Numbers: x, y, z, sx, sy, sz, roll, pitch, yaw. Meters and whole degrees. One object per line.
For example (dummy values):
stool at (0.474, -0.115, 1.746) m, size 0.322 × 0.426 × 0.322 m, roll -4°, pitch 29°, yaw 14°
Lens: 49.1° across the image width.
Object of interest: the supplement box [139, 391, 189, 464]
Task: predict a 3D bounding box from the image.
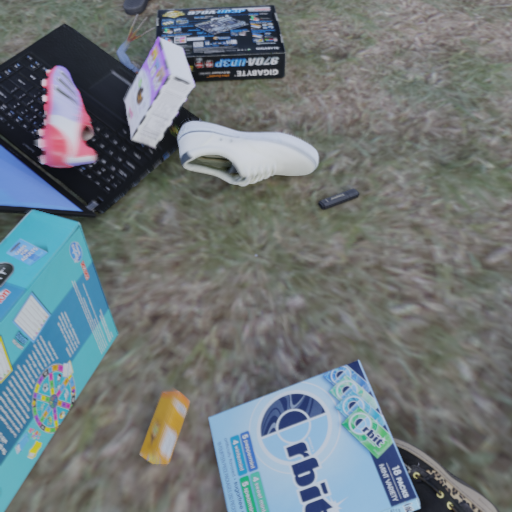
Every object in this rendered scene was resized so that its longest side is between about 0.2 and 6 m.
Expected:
supplement box at (-1.056, 1.992, 6.526) m, size 0.266 × 0.275 × 0.801 m, roll -11°, pitch 41°, yaw 31°

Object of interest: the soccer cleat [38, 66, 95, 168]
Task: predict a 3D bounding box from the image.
soccer cleat at (-3.098, -2.302, 9.269) m, size 0.853 × 0.744 × 2.230 m, roll 1°, pitch 51°, yaw -16°

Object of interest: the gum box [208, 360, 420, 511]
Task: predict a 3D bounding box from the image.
gum box at (0.541, 2.179, 5.995) m, size 1.863 × 0.415 × 1.583 m, roll -21°, pitch 50°, yaw 4°

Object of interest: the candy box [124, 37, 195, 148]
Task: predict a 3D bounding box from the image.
candy box at (-1.624, -2.663, 9.189) m, size 0.483 × 1.349 × 1.132 m, roll 14°, pitch 42°, yaw -35°

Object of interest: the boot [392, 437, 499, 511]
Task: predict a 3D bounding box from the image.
boot at (1.581, 2.706, 5.793) m, size 1.590 × 0.582 × 1.198 m, roll 32°, pitch 56°, yaw 19°

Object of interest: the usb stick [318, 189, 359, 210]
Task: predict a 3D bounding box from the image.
usb stick at (1.376, -0.943, 9.294) m, size 0.724 × 0.118 × 0.201 m, roll -21°, pitch 52°, yaw -17°

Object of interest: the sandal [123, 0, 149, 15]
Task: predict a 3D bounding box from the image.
sandal at (-2.881, -6.684, 14.251) m, size 0.724 × 0.408 × 1.904 m, roll 8°, pitch 58°, yaw 16°

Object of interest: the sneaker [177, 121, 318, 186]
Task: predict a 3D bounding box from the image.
sneaker at (-0.125, -1.531, 9.235) m, size 2.390 × 0.873 × 0.846 m, roll 6°, pitch 63°, yaw -12°

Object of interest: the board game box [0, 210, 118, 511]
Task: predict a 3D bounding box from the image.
board game box at (-2.667, 1.256, 5.983) m, size 0.668 × 2.150 × 2.848 m, roll 15°, pitch 50°, yaw 15°

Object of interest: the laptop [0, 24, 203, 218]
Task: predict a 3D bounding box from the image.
laptop at (-3.486, -2.495, 8.829) m, size 3.628 × 2.114 × 4.093 m, roll 38°, pitch 65°, yaw 12°

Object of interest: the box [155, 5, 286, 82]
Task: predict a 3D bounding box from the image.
box at (-0.814, -4.659, 12.227) m, size 2.741 × 0.630 × 2.178 m, roll -4°, pitch 49°, yaw -4°

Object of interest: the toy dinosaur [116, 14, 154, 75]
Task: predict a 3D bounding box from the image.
toy dinosaur at (-2.648, -3.381, 11.171) m, size 2.280 × 1.319 × 2.513 m, roll 19°, pitch 84°, yaw 8°
